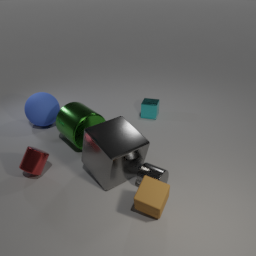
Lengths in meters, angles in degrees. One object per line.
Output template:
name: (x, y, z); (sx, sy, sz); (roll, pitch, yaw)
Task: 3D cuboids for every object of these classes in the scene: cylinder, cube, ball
cylinder: (0.722, 1.439, 8.152); (0.700, 0.700, 0.700); (18, 33, 30)
cube: (0.984, -0.858, 12.416); (0.700, 0.700, 0.700); (7, 29, 13)
cube: (0.611, 1.760, 7.123); (0.700, 0.700, 0.700); (19, 57, 18)
cylinder: (-2.891, 1.007, 8.646); (0.700, 0.700, 0.700); (22, -5, 2)
ball: (-3.515, -0.768, 11.518); (1.400, 1.400, 1.400); (0, 28, 0)
cube: (-0.417, 0.724, 8.420); (1.400, 1.400, 1.400); (-21, 50, -34)
cylinder: (-1.709, -0.094, 10.245); (1.400, 1.400, 1.400); (-20, 34, -33)
